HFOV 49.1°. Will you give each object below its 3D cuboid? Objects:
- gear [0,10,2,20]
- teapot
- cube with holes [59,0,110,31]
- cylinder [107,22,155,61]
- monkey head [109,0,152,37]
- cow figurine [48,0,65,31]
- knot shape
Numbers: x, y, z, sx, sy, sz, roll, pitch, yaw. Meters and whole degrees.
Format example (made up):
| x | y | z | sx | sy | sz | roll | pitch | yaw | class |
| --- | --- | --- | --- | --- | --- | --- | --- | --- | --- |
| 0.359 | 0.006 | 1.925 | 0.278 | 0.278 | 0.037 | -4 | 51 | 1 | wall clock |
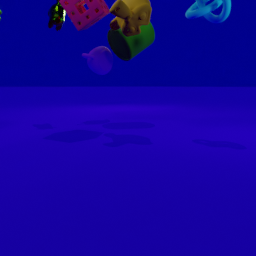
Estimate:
| x | y | z | sx | sy | sz | roll | pitch | yaw | class |
| --- | --- | --- | --- | --- | --- | --- | --- | --- | --- |
| -4.018 | -2.658 | 7.408 | 1.542 | 0.285 | 1.542 | -42 | 15 | 14 | gear |
| -1.056 | -2.508 | 10.478 | 0.815 | 1.034 | 1.664 | 12 | 4 | 36 | teapot |
| -1.269 | -3.671 | 8.492 | 0.967 | 0.967 | 0.967 | -28 | 16 | 18 | cube with holes |
| 0.108 | -3.221 | 9.941 | 1.233 | 1.233 | 1.233 | -41 | 27 | -21 | cylinder |
| 0.010 | -3.273 | 7.778 | 1.261 | 1.056 | 1.753 | 19 | -47 | -40 | monkey head |
| -2.479 | -4.286 | 10.066 | 0.673 | 1.226 | 1.207 | 11 | -29 | -29 | cow figurine |
| 2.195 | -3.264 | 7.367 | 1.152 | 1.231 | 0.569 | 44 | 15 | 29 | knot shape |
